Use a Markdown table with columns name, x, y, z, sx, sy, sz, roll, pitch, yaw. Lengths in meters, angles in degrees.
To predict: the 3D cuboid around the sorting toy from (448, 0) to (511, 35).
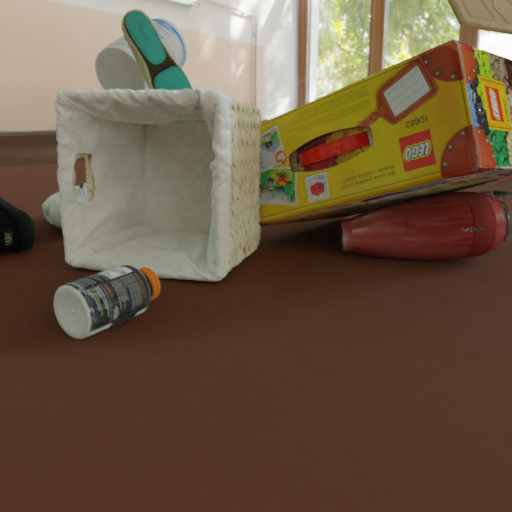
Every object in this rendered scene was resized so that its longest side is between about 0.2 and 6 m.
| name | x | y | z | sx | sy | sz | roll | pitch | yaw |
| --- | --- | --- | --- | --- | --- | --- | --- | --- | --- |
| sorting toy | 3.507 | -4.081 | 8.801 | 1.686 | 1.822 | 0.332 | -5 | -26 | -29 |

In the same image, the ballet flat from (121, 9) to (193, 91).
| name | x | y | z | sx | sy | sz | roll | pitch | yaw |
| --- | --- | --- | --- | --- | --- | --- | --- | --- | --- |
| ballet flat | -1.662 | -3.143 | 9.573 | 0.721 | 2.075 | 0.721 | -24 | 10 | 5 |

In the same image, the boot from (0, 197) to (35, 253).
| name | x | y | z | sx | sy | sz | roll | pitch | yaw |
| --- | --- | --- | --- | --- | --- | --- | --- | --- | --- |
| boot | -5.092 | -0.500 | 8.975 | 2.458 | 0.939 | 2.065 | 21 | 21 | 36 |

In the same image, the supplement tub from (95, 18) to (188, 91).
| name | x | y | z | sx | sy | sz | roll | pitch | yaw |
| --- | --- | --- | --- | --- | --- | --- | --- | --- | --- |
| supplement tub | -2.183 | -3.817 | 10.899 | 1.133 | 1.133 | 1.717 | 7 | 40 | 23 |

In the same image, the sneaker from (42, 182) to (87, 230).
| name | x | y | z | sx | sy | sz | roll | pitch | yaw |
| --- | --- | --- | --- | --- | --- | --- | --- | --- | --- |
| sneaker | -3.653 | -0.850 | 10.747 | 0.945 | 0.897 | 2.347 | -13 | 13 | -4 |

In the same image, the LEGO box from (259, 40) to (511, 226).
| name | x | y | z | sx | sy | sz | roll | pitch | yaw |
| --- | --- | --- | --- | --- | --- | --- | --- | --- | --- |
| LEGO box | 2.135 | -1.702 | 9.184 | 3.183 | 1.649 | 4.273 | -9 | -1 | -44 |

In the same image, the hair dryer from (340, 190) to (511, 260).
| name | x | y | z | sx | sy | sz | roll | pitch | yaw |
| --- | --- | --- | --- | --- | --- | --- | --- | --- | --- |
| hair dryer | 2.985 | -0.452 | 9.527 | 3.868 | 1.051 | 2.946 | -6 | -1 | -35 |

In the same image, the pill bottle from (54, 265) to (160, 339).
| name | x | y | z | sx | sy | sz | roll | pitch | yaw |
| --- | --- | --- | --- | --- | --- | --- | --- | --- | --- |
| pill bottle | -1.607 | 0.460 | 6.269 | 0.611 | 0.611 | 1.150 | 11 | 19 | 33 |

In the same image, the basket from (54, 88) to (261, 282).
| name | x | y | z | sx | sy | sz | roll | pitch | yaw |
| --- | --- | --- | --- | --- | --- | --- | --- | --- | --- |
| basket | -1.294 | -1.138 | 8.399 | 2.571 | 2.548 | 2.068 | 6 | 15 | 19 |
